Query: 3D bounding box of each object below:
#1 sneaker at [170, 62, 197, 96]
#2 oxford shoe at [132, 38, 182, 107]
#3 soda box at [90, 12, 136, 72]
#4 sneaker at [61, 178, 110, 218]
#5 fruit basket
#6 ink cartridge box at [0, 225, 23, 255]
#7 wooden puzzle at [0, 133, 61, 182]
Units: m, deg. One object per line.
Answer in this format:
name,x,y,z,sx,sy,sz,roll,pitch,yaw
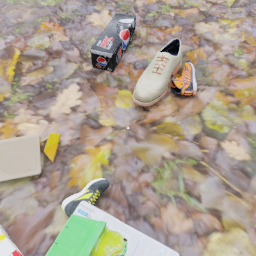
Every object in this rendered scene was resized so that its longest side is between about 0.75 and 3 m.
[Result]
sneaker,1.775,-1.647,9.195,0.781,0.541,1.394,0,52,-1
oxford shoe,0.950,-1.863,9.006,1.020,1.064,2.881,21,54,15
soda box,-0.477,-3.197,10.240,0.886,0.793,2.503,15,54,11
sneaker,-0.916,1.695,6.589,1.264,0.471,0.535,-34,41,-13
fruit basket,-0.461,2.923,5.487,2.406,1.128,2.229,30,56,2
ink cartridge box,-2.895,2.708,5.701,2.002,0.673,1.163,38,61,26
wooden puzzle,-2.988,0.808,7.480,2.311,0.270,1.559,-5,48,-4
